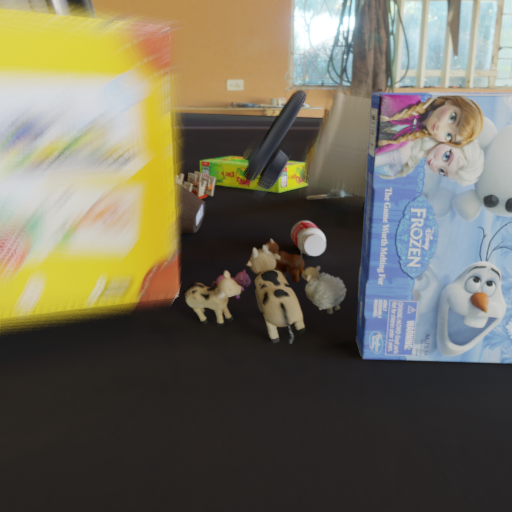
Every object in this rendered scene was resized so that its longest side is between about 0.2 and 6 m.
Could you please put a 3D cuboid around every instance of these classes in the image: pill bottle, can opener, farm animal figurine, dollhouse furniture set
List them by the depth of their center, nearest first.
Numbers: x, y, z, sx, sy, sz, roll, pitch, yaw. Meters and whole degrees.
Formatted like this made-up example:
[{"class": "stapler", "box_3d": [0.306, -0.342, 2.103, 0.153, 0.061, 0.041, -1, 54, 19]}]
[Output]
[{"class": "farm animal figurine", "box_3d": [0.031, 0.326, 5.960, 1.410, 0.735, 1.394, -30, 41, -18]}, {"class": "dollhouse furniture set", "box_3d": [2.250, -1.276, 7.943, 2.934, 1.466, 1.133, 18, -6, 29]}, {"class": "pill bottle", "box_3d": [0.847, -0.266, 8.962, 0.451, 0.451, 0.803, -2, 16, -8]}, {"class": "can opener", "box_3d": [0.399, -2.438, 11.520, 0.834, 2.121, 0.672, 27, -2, -21]}, {"class": "dollhouse furniture set", "box_3d": [-1.856, -1.586, 13.403, 1.378, 0.718, 1.393, 19, 23, 21]}]

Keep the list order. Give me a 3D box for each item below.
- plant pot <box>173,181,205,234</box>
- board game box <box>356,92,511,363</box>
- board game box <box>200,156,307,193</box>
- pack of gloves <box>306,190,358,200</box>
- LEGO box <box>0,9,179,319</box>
[{"class": "plant pot", "box_3d": [-1.609, -0.887, 10.146, 1.263, 1.180, 1.180, 17, 19, 6]}, {"class": "board game box", "box_3d": [2.253, -0.215, 5.165, 2.476, 2.488, 0.540, 1, 18, 3]}, {"class": "board game box", "box_3d": [-0.089, -2.278, 15.412, 2.719, 0.647, 1.381, 12, 20, 36]}, {"class": "pack of gloves", "box_3d": [2.639, -1.609, 12.079, 2.519, 0.592, 2.998, -4, 5, -8]}, {"class": "LEGO box", "box_3d": [-2.766, -0.849, 5.526, 3.735, 2.782, 1.441, -5, 9, -26]}]
